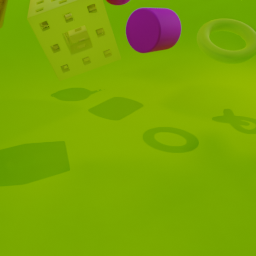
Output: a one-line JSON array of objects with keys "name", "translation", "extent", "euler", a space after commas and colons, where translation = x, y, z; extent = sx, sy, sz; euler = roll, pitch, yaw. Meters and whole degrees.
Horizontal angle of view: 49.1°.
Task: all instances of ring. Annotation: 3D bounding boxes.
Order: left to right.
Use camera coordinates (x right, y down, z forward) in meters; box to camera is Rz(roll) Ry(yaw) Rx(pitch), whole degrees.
[{"name": "ring", "translation": [2.452, -2.158, 6.886], "extent": [1.509, 0.302, 1.509], "euler": [0, 57, 0]}]

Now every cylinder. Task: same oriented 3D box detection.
[{"name": "cylinder", "translation": [0.788, -2.991, 8.573], "extent": [1.259, 1.259, 1.259], "euler": [23, 31, 32]}]

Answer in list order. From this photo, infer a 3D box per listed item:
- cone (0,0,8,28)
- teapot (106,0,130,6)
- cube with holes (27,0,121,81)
[{"name": "cone", "translation": [-2.363, -2.605, 4.983], "extent": [1.137, 1.133, 1.133], "euler": [-37, 29, 15]}, {"name": "teapot", "translation": [-0.267, -4.586, 9.174], "extent": [2.041, 0.999, 1.269], "euler": [-11, 65, -5]}, {"name": "cube with holes", "translation": [-1.088, -2.084, 5.808], "extent": [1.357, 1.357, 1.357], "euler": [-19, 42, 1]}]
